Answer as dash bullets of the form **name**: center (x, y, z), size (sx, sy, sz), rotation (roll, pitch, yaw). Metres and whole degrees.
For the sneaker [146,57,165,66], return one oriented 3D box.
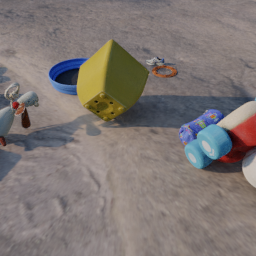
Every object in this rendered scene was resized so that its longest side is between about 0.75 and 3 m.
- **sneaker**: center (1.217, -3.013, 12.457), size (0.858, 0.365, 0.331), rotation (5, 39, 7)

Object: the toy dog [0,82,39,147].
- **toy dog**: center (-3.396, -0.224, 8.264), size (0.982, 1.345, 2.040), rotation (41, 86, 11)

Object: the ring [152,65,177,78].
- **ring**: center (1.556, -2.441, 11.955), size (1.063, 0.102, 1.063), rotation (0, 39, 0)

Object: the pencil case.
- **pencil case**: center (2.238, -0.048, 8.493), size (1.634, 0.637, 0.709), rotation (-28, 73, -31)

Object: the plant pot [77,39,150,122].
- **plant pot**: center (-0.563, -1.274, 8.853), size (1.748, 1.736, 1.788), rotation (-29, 38, 38)

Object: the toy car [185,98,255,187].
- **toy car**: center (3.151, 0.750, 6.932), size (2.284, 2.192, 2.478), rotation (-30, 76, -14)

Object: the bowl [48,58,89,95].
- **bowl**: center (-1.936, -2.092, 11.217), size (2.403, 0.472, 2.403), rotation (0, 39, 0)
